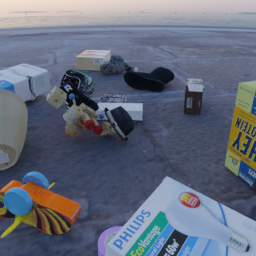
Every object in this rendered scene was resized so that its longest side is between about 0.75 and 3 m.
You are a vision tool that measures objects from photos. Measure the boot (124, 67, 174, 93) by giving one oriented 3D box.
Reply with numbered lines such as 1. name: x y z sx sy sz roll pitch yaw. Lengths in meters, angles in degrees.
1. boot: 1.256 -2.924 16.170 2.491 0.951 2.093 17 34 18

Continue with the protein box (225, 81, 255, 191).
1. protein box: 4.645 0.137 7.888 2.821 2.801 1.903 -10 28 -20

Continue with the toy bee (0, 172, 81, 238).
1. toy bee: -2.499 1.704 6.665 2.751 1.495 1.801 41 31 22

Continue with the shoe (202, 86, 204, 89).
1. shoe: 3.924 -2.256 15.659 0.947 0.253 0.331 -16 30 -29

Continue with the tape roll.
1. tape roll: -0.194 2.513 5.924 0.878 0.288 0.878 -1 27 0

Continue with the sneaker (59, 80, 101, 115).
1. sneaker: -2.111 -1.189 11.214 0.862 1.320 2.359 -45 39 -18

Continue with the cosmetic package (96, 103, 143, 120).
1. cosmetic package: -0.361 -0.714 12.229 1.997 0.506 0.824 1 26 3

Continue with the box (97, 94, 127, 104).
1. box: -0.754 -1.233 13.448 1.149 0.363 1.458 4 27 9

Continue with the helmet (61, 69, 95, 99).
1. helmet: -2.380 -1.931 13.505 1.604 1.682 1.682 33 34 8

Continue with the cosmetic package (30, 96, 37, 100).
1. cosmetic package: -5.040 -1.776 14.577 0.497 0.349 0.980 0 27 -1

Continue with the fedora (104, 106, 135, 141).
1. fedora: -0.219 -0.260 10.069 0.666 1.458 1.458 -33 27 7

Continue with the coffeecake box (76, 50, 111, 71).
1. coffeecake box: -2.457 -4.981 20.426 1.961 0.933 2.554 4 26 8

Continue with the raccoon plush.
1. raccoon plush: -0.707 -3.961 18.294 2.402 1.162 1.609 12 37 22

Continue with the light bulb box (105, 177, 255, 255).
1. light bulb box: 1.016 2.302 4.841 2.179 1.360 2.160 24 34 24

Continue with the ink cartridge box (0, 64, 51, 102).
1. ink cartridge box: -5.454 -2.106 13.599 1.948 1.124 2.686 20 36 28

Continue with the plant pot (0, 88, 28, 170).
1. plant pot: -4.192 0.216 8.978 2.136 2.136 2.280 -11 41 -21

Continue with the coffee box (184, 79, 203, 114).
1. coffee box: 3.072 -1.520 13.192 0.782 1.107 1.959 5 26 11

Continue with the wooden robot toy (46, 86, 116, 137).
1. wooden robot toy: -1.818 -0.133 10.013 2.972 1.349 1.309 34 19 -43
